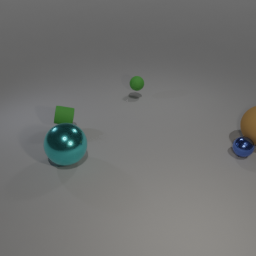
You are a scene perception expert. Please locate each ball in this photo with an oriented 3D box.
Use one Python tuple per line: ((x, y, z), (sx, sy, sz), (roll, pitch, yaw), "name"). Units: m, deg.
((4.644, -0.097, 9.702), (1.400, 1.400, 1.400), (0, 31, 0), "ball")
((0.425, -2.125, 13.351), (0.700, 0.700, 0.700), (0, 31, 0), "ball")
((-2.031, 0.527, 9.144), (1.400, 1.400, 1.400), (0, 31, 0), "ball")
((3.927, 0.635, 9.529), (0.700, 0.700, 0.700), (0, 31, 0), "ball")

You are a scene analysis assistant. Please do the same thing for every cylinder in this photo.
((-2.463, -0.474, 10.813), (0.700, 0.700, 0.700), (8, 29, -13), "cylinder")
